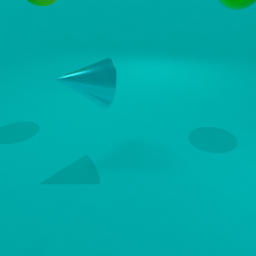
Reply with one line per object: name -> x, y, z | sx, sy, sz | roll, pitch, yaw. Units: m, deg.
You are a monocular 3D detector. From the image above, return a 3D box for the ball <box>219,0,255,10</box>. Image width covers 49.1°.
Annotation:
ball -> 3.038, -3.916, 7.589 | 1.315, 1.315, 1.315 | 0, 28, 0

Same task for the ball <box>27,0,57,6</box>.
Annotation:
ball -> -2.496, -4.125, 7.946 | 1.243, 1.243, 1.243 | 0, 28, 0

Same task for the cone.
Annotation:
cone -> -1.006, -1.026, 6.178 | 1.159, 1.155, 1.155 | 1, 25, -27
